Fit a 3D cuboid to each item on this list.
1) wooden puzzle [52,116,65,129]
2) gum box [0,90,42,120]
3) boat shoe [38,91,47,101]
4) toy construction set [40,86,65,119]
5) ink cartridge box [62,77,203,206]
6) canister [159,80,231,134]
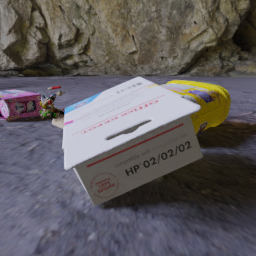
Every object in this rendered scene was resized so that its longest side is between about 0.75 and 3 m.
[{"bbox_3d":[-1.214,-0.188,8.604,1.765,0.329,1.633,-15,19,-35],"label":"wooden puzzle"},{"bbox_3d":[-4.285,-0.883,10.272,2.367,0.783,1.344,13,20,43],"label":"gum box"},{"bbox_3d":[-3.390,-1.035,11.330,0.399,0.393,1.125,-10,45,-36],"label":"boat shoe"},{"bbox_3d":[-2.545,-0.778,9.043,0.851,1.107,0.923,-2,-14,23],"label":"toy construction set"},{"bbox_3d":[-0.047,0.088,4.327,1.656,0.976,2.876,-24,19,-4],"label":"ink cartridge box"},{"bbox_3d":[1.330,-0.539,7.750,2.144,1.249,2.886,16,21,33],"label":"canister"}]
